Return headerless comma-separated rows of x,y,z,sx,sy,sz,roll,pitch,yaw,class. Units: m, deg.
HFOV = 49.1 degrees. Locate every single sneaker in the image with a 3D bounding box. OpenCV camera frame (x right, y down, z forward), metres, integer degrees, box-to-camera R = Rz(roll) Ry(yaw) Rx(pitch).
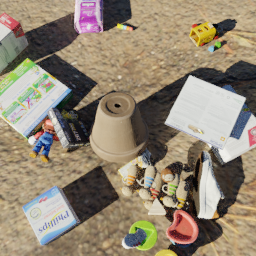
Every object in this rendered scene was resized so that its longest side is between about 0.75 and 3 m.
0.111,2.536,6.220,0.357,0.872,0.336,-51,63,19,sneaker
3.065,2.155,10.618,1.057,0.909,2.498,10,74,-10,sneaker
0.631,0.985,11.272,0.591,0.510,1.349,14,56,-26,sneaker

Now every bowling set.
1.024,2.188,9.994,2.686,1.869,1.442,16,71,7,bowling set

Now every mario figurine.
-3.199,0.475,11.280,0.987,1.150,1.862,-10,48,38,mario figurine

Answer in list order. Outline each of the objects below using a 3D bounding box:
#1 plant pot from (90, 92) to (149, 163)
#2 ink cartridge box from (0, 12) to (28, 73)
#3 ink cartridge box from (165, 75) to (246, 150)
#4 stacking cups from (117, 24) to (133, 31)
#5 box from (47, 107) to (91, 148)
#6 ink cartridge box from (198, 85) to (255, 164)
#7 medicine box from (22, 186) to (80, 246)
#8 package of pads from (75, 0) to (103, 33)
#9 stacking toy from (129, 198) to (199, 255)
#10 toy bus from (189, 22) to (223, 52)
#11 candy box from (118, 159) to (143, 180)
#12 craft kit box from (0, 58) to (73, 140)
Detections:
-0.361,-0.205,10.568,2.365,2.062,2.365,-1,51,1,plant pot
-5.679,-3.628,12.367,0.948,1.679,2.288,35,72,4,ink cartridge box
2.915,-0.587,10.665,2.314,0.510,2.356,26,74,13,ink cartridge box
-0.148,-4.923,13.724,0.751,0.227,0.227,16,69,6,stacking cups
-2.315,-0.018,11.195,0.417,1.368,1.697,-41,67,29,box
3.956,-0.155,11.314,1.927,1.118,2.611,-26,69,-9,ink cartridge box
-2.755,3.159,10.154,1.419,0.802,1.558,-32,71,-12,medicine box
-1.900,-5.770,13.731,1.340,0.841,2.224,-2,68,2,package of pads
1.203,3.876,9.911,2.061,0.962,2.277,35,61,17,stacking toy
3.757,-4.569,13.251,1.526,0.836,1.617,14,69,5,toy bus
0.130,1.609,11.142,0.959,0.127,0.490,-33,72,-12,candy box
-4.292,-1.296,12.067,2.728,0.670,2.762,38,73,11,craft kit box
